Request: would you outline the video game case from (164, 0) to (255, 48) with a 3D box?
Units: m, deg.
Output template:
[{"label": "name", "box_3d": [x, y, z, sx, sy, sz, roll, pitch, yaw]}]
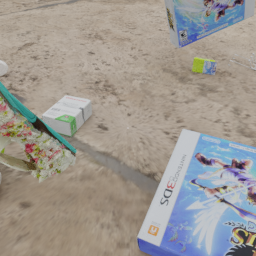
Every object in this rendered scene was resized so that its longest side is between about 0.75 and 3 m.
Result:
[{"label": "video game case", "box_3d": [2.468, -4.152, 8.386, 2.854, 2.587, 0.649, -26, 42, -6]}]

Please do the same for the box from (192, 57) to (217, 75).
[{"label": "box", "box_3d": [2.907, -2.343, 10.621, 0.875, 0.534, 0.209, 16, 38, 21]}]

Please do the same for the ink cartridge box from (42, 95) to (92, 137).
[{"label": "ink cartridge box", "box_3d": [-1.663, -0.371, 7.846, 0.886, 0.510, 1.215, 13, 37, 18]}]

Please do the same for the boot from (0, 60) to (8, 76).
[{"label": "boot", "box_3d": [-5.429, -2.444, 10.573, 2.019, 0.735, 0.912, 0, 41, 2]}]

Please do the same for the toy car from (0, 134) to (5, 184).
[{"label": "toy car", "box_3d": [-3.761, 0.564, 5.645, 2.423, 2.120, 1.817, -15, 2, -20]}]

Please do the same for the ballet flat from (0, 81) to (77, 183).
[{"label": "ballet flat", "box_3d": [-1.392, 0.015, 3.284, 0.763, 2.389, 0.903, -44, 51, -10]}]

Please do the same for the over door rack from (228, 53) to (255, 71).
[{"label": "over door rack", "box_3d": [4.767, -2.738, 11.302, 1.224, 0.408, 0.904, 19, 39, 25]}]

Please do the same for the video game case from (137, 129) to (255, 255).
[{"label": "video game case", "box_3d": [1.868, 1.369, 4.829, 2.722, 0.619, 2.467, 15, 52, 20]}]
